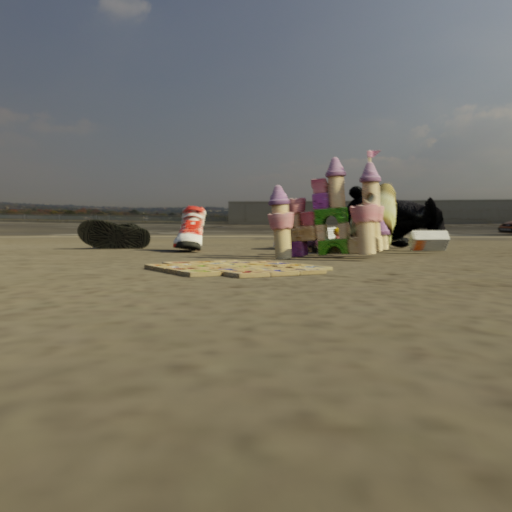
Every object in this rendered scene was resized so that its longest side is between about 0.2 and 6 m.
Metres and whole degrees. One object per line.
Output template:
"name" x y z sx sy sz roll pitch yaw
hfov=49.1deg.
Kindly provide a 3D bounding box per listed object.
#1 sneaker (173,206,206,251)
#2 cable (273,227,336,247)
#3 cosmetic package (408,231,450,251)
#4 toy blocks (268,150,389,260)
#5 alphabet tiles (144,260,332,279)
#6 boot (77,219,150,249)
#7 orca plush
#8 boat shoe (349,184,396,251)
"sneaker" -1.554 -0.670 13.186 0.653 1.049 1.956 7 1 -5
"cable" 1.297 -0.459 14.686 1.684 0.583 1.683 -1 3 -25
"cosmetic package" 3.667 -0.317 11.899 0.753 0.268 0.382 -1 -42 -1
"toy blocks" 1.392 -0.911 10.215 1.969 1.774 2.107 -4 2 24
"alphabet tiles" -0.257 0.149 7.178 1.945 0.074 2.337 -2 3 -30
"boot" -3.975 -0.599 15.444 1.987 0.748 1.486 10 5 -26
"orca plush" 3.230 -0.537 14.871 2.223 1.502 4.225 50 -13 -29
"boat shoe" 2.640 -0.793 12.608 1.022 0.882 2.803 17 -10 10
